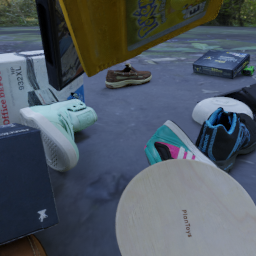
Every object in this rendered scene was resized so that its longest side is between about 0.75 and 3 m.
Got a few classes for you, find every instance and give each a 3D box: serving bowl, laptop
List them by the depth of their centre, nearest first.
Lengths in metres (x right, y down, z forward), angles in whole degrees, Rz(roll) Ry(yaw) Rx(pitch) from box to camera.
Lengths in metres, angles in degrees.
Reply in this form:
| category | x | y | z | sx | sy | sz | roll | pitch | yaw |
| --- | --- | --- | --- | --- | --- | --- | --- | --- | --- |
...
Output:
| category | x | y | z | sx | sy | sz | roll | pitch | yaw |
| --- | --- | --- | --- | --- | --- | --- | --- | --- | --- |
| serving bowl | 2.701 | -0.516 | 7.982 | 1.674 | 0.550 | 1.674 | -1 | 23 | 0 |
| laptop | 4.161 | -0.726 | 8.985 | 2.449 | 1.516 | 2.615 | -19 | 58 | -35 |

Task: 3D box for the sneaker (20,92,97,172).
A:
| category | x | y | z | sx | sy | sz | roll | pitch | yaw |
| --- | --- | --- | --- | --- | --- | --- | --- | --- | --- |
| sneaker | -1.300 | -0.089 | 6.304 | 1.667 | 1.040 | 2.826 | -19 | 28 | -26 |

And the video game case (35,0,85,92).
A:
| category | x | y | z | sx | sy | sz | roll | pitch | yaw |
| --- | --- | --- | --- | --- | --- | --- | --- | --- | --- |
| video game case | -0.391 | -2.298 | 5.053 | 0.365 | 2.589 | 2.865 | 38 | 62 | 12 |

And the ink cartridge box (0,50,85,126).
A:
| category | x | y | z | sx | sy | sz | roll | pitch | yaw |
| --- | --- | --- | --- | --- | --- | --- | --- | --- | --- |
| ink cartridge box | -2.561 | -1.100 | 7.691 | 2.522 | 1.829 | 1.056 | -16 | 30 | -32 |

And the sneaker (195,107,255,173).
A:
| category | x | y | z | sx | sy | sz | roll | pitch | yaw |
| --- | --- | --- | --- | --- | --- | --- | --- | --- | --- |
| sneaker | 2.258 | 0.051 | 6.047 | 0.961 | 1.075 | 2.625 | 15 | 28 | 31 |

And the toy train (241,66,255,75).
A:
| category | x | y | z | sx | sy | sz | roll | pitch | yaw |
| --- | --- | --- | --- | --- | --- | --- | --- | --- | --- |
| toy train | 5.075 | -2.796 | 13.365 | 1.849 | 0.386 | 0.521 | 16 | 39 | 35 |

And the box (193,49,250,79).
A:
| category | x | y | z | sx | sy | sz | roll | pitch | yaw |
| --- | --- | --- | --- | --- | --- | --- | --- | --- | --- |
| box | 4.373 | -3.044 | 13.190 | 2.076 | 0.529 | 1.637 | 22 | 51 | 41 |

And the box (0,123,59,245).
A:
| category | x | y | z | sx | sy | sz | roll | pitch | yaw |
| --- | --- | --- | --- | --- | --- | --- | --- | --- | --- |
| box | -2.089 | 0.680 | 3.754 | 1.648 | 1.188 | 2.220 | -13 | 9 | -28 |

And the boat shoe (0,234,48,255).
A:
| category | x | y | z | sx | sy | sz | roll | pitch | yaw |
| --- | --- | --- | --- | --- | --- | --- | --- | --- | --- |
| boat shoe | -1.074 | 1.703 | 2.399 | 1.035 | 0.978 | 2.877 | -11 | 25 | -18 |

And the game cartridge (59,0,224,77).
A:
| category | x | y | z | sx | sy | sz | roll | pitch | yaw |
| --- | --- | --- | --- | --- | --- | --- | --- | --- | --- |
| game cartridge | 0.400 | -1.973 | 4.202 | 2.760 | 0.448 | 2.433 | -29 | -15 | -7 |

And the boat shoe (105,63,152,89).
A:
| category | x | y | z | sx | sy | sz | roll | pitch | yaw |
| --- | --- | --- | --- | --- | --- | --- | --- | --- | --- |
| boat shoe | 0.106 | -2.201 | 11.412 | 2.279 | 0.843 | 0.842 | -20 | 31 | -38 |

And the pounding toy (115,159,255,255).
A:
| category | x | y | z | sx | sy | sz | roll | pitch | yaw |
| --- | --- | --- | --- | --- | --- | --- | --- | --- | --- |
| pounding toy | 0.589 | 1.487 | 3.314 | 1.622 | 0.975 | 2.101 | 18 | 57 | 13 |

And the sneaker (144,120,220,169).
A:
| category | x | y | z | sx | sy | sz | roll | pitch | yaw |
| --- | --- | --- | --- | --- | --- | --- | --- | --- | --- |
| sneaker | 0.882 | 0.781 | 4.873 | 1.060 | 0.734 | 1.756 | -38 | 65 | -6 |
